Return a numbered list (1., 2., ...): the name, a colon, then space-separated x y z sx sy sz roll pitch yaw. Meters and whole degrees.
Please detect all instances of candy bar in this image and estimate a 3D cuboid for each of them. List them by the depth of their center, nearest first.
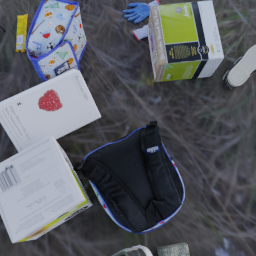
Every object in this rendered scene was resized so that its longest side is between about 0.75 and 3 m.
1. candy bar: -4.105 -3.686 10.820 0.441 0.196 1.768 -6 71 2

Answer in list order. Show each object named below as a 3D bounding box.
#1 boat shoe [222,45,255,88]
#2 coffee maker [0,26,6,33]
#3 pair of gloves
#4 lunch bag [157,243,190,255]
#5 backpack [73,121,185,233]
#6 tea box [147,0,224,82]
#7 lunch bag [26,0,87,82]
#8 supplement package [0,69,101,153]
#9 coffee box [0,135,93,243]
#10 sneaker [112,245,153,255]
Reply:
1. boat shoe: 4.261 -2.210 10.046 0.832 0.680 2.253 46 77 -4
2. coffee maker: -5.463 -3.676 10.533 1.055 0.739 1.098 31 74 10
3. pair of gloves: 0.797 -4.241 11.005 1.634 0.232 2.033 -22 71 -8
4. lunch bag: 1.299 3.725 7.921 0.931 0.649 0.781 -9 69 -3
5. backpack: 0.264 1.603 7.921 2.714 2.090 2.585 -28 61 -2
6. tea box: 1.891 -2.977 9.785 2.165 1.471 2.201 -5 76 -3
7. lunch bag: -2.381 -2.728 9.488 1.525 2.093 2.462 15 70 7
8. supplement package: -2.424 -0.578 8.669 2.613 1.565 1.584 -27 109 -9
9. coffee box: -2.392 1.768 7.918 1.977 1.958 1.980 -29 73 -10
10. sneaker: -0.637 3.936 7.101 2.769 1.098 1.023 -44 49 6
